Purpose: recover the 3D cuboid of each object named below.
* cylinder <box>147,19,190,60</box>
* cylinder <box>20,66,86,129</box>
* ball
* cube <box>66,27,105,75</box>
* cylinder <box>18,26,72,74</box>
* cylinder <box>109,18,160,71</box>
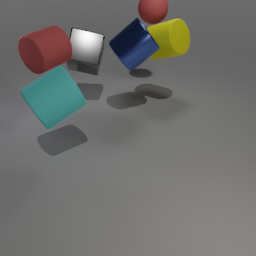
[{"bbox_3d":[1.590,-3.615,11.517,1.400,1.400,1.400,3,25,46],"label":"cylinder"},{"bbox_3d":[-2.209,-0.907,8.368,1.400,1.400,1.400,-36,41,-11],"label":"cylinder"},{"bbox_3d":[1.156,-5.533,12.908,1.400,1.400,1.400,0,31,0],"label":"ball"},{"bbox_3d":[-1.825,-3.242,12.061,1.400,1.400,1.400,11,-7,-6],"label":"cube"},{"bbox_3d":[-3.029,-2.882,10.307,1.400,1.400,1.400,20,42,30],"label":"cylinder"},{"bbox_3d":[0.242,-3.115,10.512,1.400,1.400,1.400,-37,28,15],"label":"cylinder"}]
